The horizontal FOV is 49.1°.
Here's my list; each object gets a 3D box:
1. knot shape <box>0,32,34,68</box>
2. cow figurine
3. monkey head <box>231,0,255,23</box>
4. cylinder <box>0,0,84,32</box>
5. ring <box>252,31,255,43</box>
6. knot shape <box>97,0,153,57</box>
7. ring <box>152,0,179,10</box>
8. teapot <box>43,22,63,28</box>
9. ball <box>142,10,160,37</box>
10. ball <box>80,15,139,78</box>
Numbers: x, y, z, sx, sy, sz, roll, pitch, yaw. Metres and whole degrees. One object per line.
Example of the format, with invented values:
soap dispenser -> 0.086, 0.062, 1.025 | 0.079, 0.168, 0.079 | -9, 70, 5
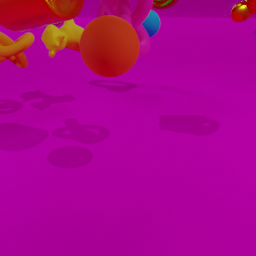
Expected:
knot shape -> -3.123, -2.085, 7.318 | 1.532, 0.756, 1.637 | -9, -4, 24
cow figurine -> -1.604, -2.407, 7.710 | 1.452, 0.797, 1.429 | 19, 45, -31
monkey head -> 2.833, -2.591, 5.214 | 1.965, 1.414, 1.184 | -27, 41, 22
cylinder -> -1.532, -2.277, 4.524 | 1.211, 1.211, 1.211 | 0, 21, 29
ring -> 2.984, -2.058, 5.383 | 1.225, 0.245, 1.225 | -31, 0, 0
knot shape -> -0.085, -2.139, 4.925 | 0.741, 1.500, 1.603 | -29, 71, -12
ring -> 0.811, -4.534, 8.650 | 1.903, 1.903, 0.381 | 19, 65, 36
teapot -> -2.233, -3.226, 7.801 | 0.874, 0.688, 1.405 | 16, 47, 0
ball -> 0.602, -3.305, 8.883 | 0.841, 0.841, 0.841 | 0, 23, 0
ball -> -0.273, -1.203, 4.175 | 0.887, 0.887, 0.887 | 0, 23, 0
